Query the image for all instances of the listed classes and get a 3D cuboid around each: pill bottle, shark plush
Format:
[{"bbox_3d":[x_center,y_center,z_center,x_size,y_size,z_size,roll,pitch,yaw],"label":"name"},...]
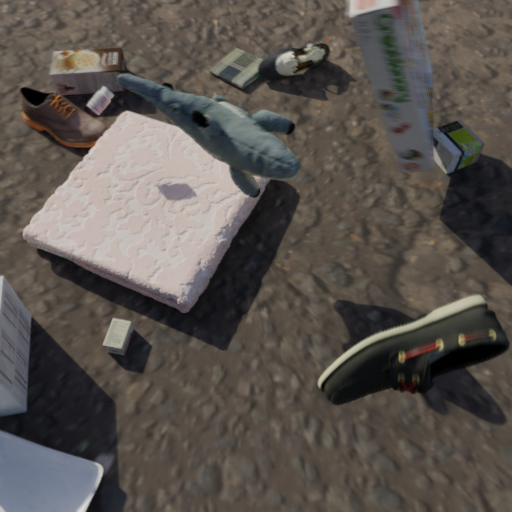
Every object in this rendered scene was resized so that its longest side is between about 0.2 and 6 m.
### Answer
[{"bbox_3d":[-3.152,-3.147,11.355,0.292,0.292,0.516,38,89,23],"label":"pill bottle"},{"bbox_3d":[-0.698,-2.403,9.657,3.441,1.433,1.563,41,103,-3],"label":"shark plush"}]

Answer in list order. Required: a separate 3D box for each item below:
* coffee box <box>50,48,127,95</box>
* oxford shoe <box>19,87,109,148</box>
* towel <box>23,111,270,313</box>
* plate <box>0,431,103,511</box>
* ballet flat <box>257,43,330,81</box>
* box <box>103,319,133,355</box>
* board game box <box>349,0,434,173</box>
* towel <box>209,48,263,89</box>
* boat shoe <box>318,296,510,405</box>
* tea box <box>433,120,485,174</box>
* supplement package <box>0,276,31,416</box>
[{"bbox_3d":[-4.195,-4.655,14.131,1.714,0.683,0.980,-5,56,-4],"label":"coffee box"},{"bbox_3d":[-4.514,-3.234,13.025,2.465,0.898,0.879,20,58,13],"label":"oxford shoe"},{"bbox_3d":[-2.119,-1.126,11.744,3.902,0.659,4.086,20,58,14],"label":"towel"},{"bbox_3d":[-3.628,3.921,8.467,2.070,0.335,2.066,14,56,10],"label":"plate"},{"bbox_3d":[1.020,-5.000,14.292,2.041,0.746,0.746,-22,58,-17],"label":"ballet flat"},{"bbox_3d":[-2.495,1.470,10.163,0.358,0.305,0.560,10,56,7],"label":"box"},{"bbox_3d":[2.676,-3.876,10.519,0.745,4.304,2.717,-5,63,24],"label":"board game box"},{"bbox_3d":[-0.429,-4.884,14.626,1.160,0.208,1.205,32,63,23],"label":"towel"},{"bbox_3d":[2.149,1.459,7.760,2.643,0.967,0.828,-24,54,3],"label":"boat shoe"},{"bbox_3d":[4.466,-2.476,12.683,0.894,0.607,0.908,-21,58,-14],"label":"tea box"},{"bbox_3d":[-4.761,1.596,9.386,1.449,1.438,1.909,-8,56,-6],"label":"supplement package"}]
